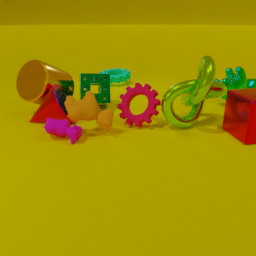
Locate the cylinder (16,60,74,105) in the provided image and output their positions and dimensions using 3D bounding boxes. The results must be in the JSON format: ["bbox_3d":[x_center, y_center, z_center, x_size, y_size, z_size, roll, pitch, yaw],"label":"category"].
[{"bbox_3d":[-2.698,-1.406,9.237,1.346,1.346,1.346,12,0,27],"label":"cylinder"}]

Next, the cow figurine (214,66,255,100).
[{"bbox_3d":[3.942,-1.396,10.005,1.617,1.591,0.888,-40,22,-18],"label":"cow figurine"}]

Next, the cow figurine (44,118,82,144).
[{"bbox_3d":[-1.692,0.050,7.280,0.952,0.523,0.937,9,11,-23],"label":"cow figurine"}]

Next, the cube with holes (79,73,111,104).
[{"bbox_3d":[-1.161,-1.338,9.685,0.977,0.977,0.977,-2,4,-11],"label":"cube with holes"}]

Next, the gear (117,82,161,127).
[{"bbox_3d":[0.311,-0.683,8.182,1.269,1.269,0.235,12,-6,26],"label":"gear"}]

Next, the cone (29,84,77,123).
[{"bbox_3d":[-2.434,-0.464,8.455,1.296,1.291,1.291,-26,21,8],"label":"cone"}]

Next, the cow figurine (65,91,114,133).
[{"bbox_3d":[-0.999,-0.355,7.449,1.209,1.190,0.664,-17,-11,-25],"label":"cow figurine"}]

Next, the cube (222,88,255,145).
[{"bbox_3d":[3.383,-0.355,7.464,1.160,1.160,1.160,-5,23,-12],"label":"cube"}]

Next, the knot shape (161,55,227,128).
[{"bbox_3d":[2.016,-0.990,7.999,0.961,2.080,1.947,47,30,24],"label":"knot shape"}]

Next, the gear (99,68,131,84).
[{"bbox_3d":[-0.617,-2.470,13.170,1.480,0.274,1.480,-2,29,1],"label":"gear"}]
